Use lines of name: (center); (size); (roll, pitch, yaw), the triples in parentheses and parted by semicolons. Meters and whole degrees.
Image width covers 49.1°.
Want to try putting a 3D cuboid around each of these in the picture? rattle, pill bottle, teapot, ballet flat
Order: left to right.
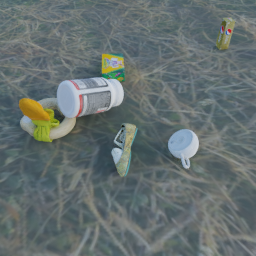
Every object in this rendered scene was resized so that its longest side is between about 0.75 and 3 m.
rattle: (-2.206, -0.953, 8.659); (1.660, 1.821, 2.549); (20, 52, 35)
pill bottle: (-1.121, -0.991, 8.706); (1.899, 1.100, 1.100); (-14, 43, -41)
ballet flat: (-0.163, 0.557, 7.791); (0.583, 0.583, 1.650); (9, 57, 9)
teapot: (1.626, 0.546, 7.919); (0.920, 0.672, 0.908); (-44, 35, -5)

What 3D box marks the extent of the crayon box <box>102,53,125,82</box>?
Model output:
crayon box: (-0.588, -2.386, 10.998); (0.858, 0.421, 1.444); (-3, 45, -3)

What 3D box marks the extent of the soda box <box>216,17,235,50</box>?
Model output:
soda box: (4.185, -4.055, 12.079); (0.407, 1.272, 0.431); (-9, 46, -9)
